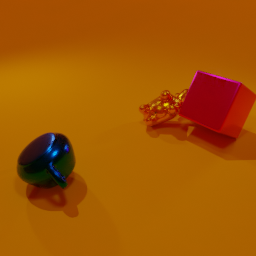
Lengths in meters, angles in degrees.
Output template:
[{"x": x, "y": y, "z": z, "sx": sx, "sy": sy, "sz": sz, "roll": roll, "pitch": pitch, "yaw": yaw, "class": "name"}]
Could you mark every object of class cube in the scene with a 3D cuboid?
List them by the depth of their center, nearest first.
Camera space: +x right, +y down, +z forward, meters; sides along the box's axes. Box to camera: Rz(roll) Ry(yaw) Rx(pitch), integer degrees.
[{"x": 2.306, "y": -0.590, "z": 7.213, "sx": 1.247, "sy": 1.247, "sz": 1.247, "roll": 29, "pitch": 10, "yaw": 40, "class": "cube"}]

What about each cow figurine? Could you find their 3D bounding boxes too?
[{"x": 1.163, "y": -0.555, "z": 7.972, "sx": 1.569, "sy": 0.861, "sz": 1.544, "roll": -29, "pitch": -14, "yaw": 15, "class": "cow figurine"}]

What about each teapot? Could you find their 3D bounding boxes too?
[{"x": -1.623, "y": 0.699, "z": 5.780, "sx": 1.210, "sy": 0.953, "sz": 1.946, "roll": -40, "pitch": 31, "yaw": -11, "class": "teapot"}]
